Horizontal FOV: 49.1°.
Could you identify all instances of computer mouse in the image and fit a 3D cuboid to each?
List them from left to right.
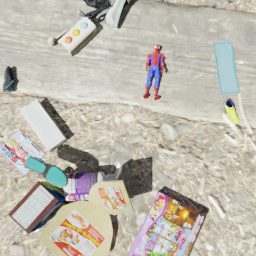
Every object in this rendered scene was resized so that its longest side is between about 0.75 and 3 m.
[{"bbox_3d":[-1.687,-5.290,11.990,1.357,0.445,1.933,-40,66,-10],"label":"computer mouse"}]

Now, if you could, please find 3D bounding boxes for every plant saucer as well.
[{"bbox_3d":[4.074,-2.500,11.705,0.809,0.219,2.314,-4,80,-1],"label":"plant saucer"}]

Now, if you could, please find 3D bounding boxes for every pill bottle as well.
[{"bbox_3d":[-1.372,2.130,10.378,1.844,1.027,1.027,-3,79,0],"label":"pill bottle"}]

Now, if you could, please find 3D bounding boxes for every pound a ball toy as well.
[{"bbox_3d":[-2.359,-3.903,11.690,1.182,0.770,1.812,43,82,8],"label":"pound a ball toy"}]

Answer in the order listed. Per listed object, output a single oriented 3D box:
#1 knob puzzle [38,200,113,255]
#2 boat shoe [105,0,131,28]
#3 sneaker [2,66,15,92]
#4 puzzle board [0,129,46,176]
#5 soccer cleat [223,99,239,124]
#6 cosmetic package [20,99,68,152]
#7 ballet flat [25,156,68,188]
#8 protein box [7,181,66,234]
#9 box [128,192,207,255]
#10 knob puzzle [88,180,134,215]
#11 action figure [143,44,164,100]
[{"bbox_3d":[-1.655,3.814,10.367,2.762,0.383,2.762,0,79,1],"label":"knob puzzle"},{"bbox_3d":[-0.232,-5.264,11.994,0.666,0.765,2.077,32,85,0],"label":"boat shoe"},{"bbox_3d":[-4.889,-2.004,11.565,0.451,0.403,1.102,4,83,-18],"label":"sneaker"},{"bbox_3d":[-4.201,0.952,11.068,1.538,0.134,1.159,41,82,7],"label":"puzzle board"},{"bbox_3d":[4.152,-0.658,11.218,0.345,0.446,1.067,-22,80,-4],"label":"soccer cleat"},{"bbox_3d":[-3.321,-0.094,11.075,0.823,0.505,1.995,-37,81,-7],"label":"cosmetic package"},{"bbox_3d":[-2.723,1.507,9.663,1.722,0.619,0.619,28,80,12],"label":"ballet flat"},{"bbox_3d":[-3.165,2.787,10.026,0.991,1.458,1.469,41,82,7],"label":"protein box"},{"bbox_3d":[1.379,4.054,10.234,1.943,0.555,2.839,26,80,5],"label":"box"},{"bbox_3d":[-0.642,2.295,9.373,1.641,0.228,1.641,7,121,13],"label":"knob puzzle"},{"bbox_3d":[1.085,-2.360,11.518,0.769,0.608,2.352,6,76,4],"label":"action figure"}]
